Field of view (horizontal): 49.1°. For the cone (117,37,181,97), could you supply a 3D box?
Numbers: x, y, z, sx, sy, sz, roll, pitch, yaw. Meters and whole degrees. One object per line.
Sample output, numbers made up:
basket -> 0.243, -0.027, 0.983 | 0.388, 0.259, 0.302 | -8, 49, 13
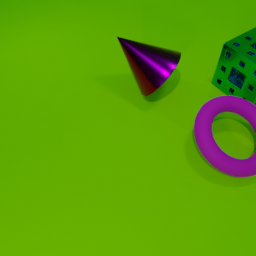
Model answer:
cone -> 0.311, -1.898, 7.417 | 1.542, 1.537, 1.537 | 37, 53, -16

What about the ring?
ring -> 2.509, 0.152, 6.561 | 2.020, 0.404, 2.020 | 5, 67, -11

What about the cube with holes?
cube with holes -> 3.444, -1.641, 7.684 | 1.397, 1.397, 1.397 | -29, 57, -21
